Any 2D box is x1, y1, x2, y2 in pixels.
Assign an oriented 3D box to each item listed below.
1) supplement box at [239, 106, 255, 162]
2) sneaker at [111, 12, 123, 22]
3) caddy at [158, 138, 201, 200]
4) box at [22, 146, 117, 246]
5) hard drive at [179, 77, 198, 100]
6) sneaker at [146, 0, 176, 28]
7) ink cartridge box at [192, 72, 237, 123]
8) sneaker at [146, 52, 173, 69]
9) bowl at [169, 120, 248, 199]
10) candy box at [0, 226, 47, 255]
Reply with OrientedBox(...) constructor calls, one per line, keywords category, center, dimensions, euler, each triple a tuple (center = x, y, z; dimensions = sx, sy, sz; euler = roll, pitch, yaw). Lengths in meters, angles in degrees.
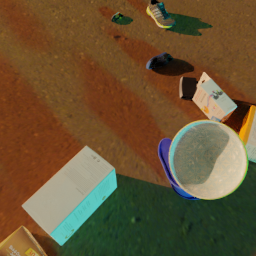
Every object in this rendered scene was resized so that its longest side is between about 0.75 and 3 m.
OrientedBox(category="supplement box", center=(5.448, 0.547, 9.942), dimensions=(2.783, 1.023, 1.754), euler=(22, 60, 13))
OrientedBox(category="sneaker", center=(-0.541, -5.680, 14.397), dimensions=(0.349, 0.271, 0.776), euler=(27, 59, 20))
OrientedBox(category="caddy", center=(2.026, 1.199, 9.433), dimensions=(1.677, 1.245, 2.372), euler=(-25, 55, 8))
OrientedBox(category="box", center=(-1.654, 2.074, 8.633), dimensions=(1.241, 1.584, 2.546), euler=(36, 64, 21))
OrientedBox(category="hard drive", center=(2.574, -1.707, 11.861), dimensions=(0.769, 0.241, 1.140), euler=(6, 58, 4))
OrientedBox(category="sneaker", center=(1.647, -5.815, 14.135), dimensions=(0.778, 0.852, 2.106), euler=(-30, 62, -18))
OrientedBox(category="ink cartridge box", center=(3.191, -1.120, 10.866), dimensions=(0.632, 1.073, 1.864), euler=(-30, 69, -17))
OrientedBox(category="sneaker", center=(1.435, -2.953, 12.525), dimensions=(1.355, 0.475, 0.528), euler=(-35, 56, -22))
OrientedBox(category="bowl", center=(2.239, 0.818, 7.489), dimensions=(2.029, 1.092, 2.029), euler=(-3, 85, 35))
OrientedBox(category="candy box", center=(-3.560, 4.338, 7.641), dimensions=(2.847, 0.787, 1.643), euler=(-39, 64, -21))
